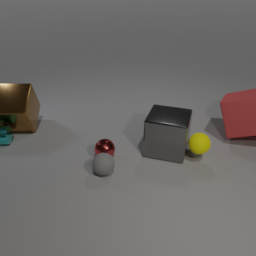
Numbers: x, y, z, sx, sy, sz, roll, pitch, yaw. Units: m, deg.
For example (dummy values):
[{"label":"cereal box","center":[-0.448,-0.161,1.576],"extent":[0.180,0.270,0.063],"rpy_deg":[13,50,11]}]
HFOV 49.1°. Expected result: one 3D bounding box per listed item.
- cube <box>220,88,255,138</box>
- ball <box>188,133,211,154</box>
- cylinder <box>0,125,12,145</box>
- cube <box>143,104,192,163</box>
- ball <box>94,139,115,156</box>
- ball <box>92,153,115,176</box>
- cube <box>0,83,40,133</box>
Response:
[{"label":"cube","center":[4.283,-0.559,10.206],"extent":[1.400,1.400,1.400],"rpy_deg":[-8,14,29]},{"label":"ball","center":[2.304,0.501,9.037],"extent":[0.700,0.700,0.700],"rpy_deg":[0,29,0]},{"label":"cylinder","center":[-4.673,0.263,10.192],"extent":[0.700,0.700,0.700],"rpy_deg":[-3,29,-4]},{"label":"cube","center":[1.362,0.163,9.626],"extent":[1.400,1.400,1.400],"rpy_deg":[9,30,15]},{"label":"ball","center":[-0.779,0.706,9.419],"extent":[0.700,0.700,0.700],"rpy_deg":[0,29,0]},{"label":"ball","center":[-0.754,1.115,8.644],"extent":[0.700,0.700,0.700],"rpy_deg":[0,29,0]},{"label":"cube","center":[-4.334,-0.746,10.797],"extent":[1.400,1.400,1.400],"rpy_deg":[-1,59,-1]}]
